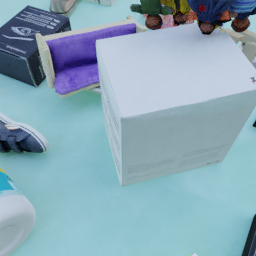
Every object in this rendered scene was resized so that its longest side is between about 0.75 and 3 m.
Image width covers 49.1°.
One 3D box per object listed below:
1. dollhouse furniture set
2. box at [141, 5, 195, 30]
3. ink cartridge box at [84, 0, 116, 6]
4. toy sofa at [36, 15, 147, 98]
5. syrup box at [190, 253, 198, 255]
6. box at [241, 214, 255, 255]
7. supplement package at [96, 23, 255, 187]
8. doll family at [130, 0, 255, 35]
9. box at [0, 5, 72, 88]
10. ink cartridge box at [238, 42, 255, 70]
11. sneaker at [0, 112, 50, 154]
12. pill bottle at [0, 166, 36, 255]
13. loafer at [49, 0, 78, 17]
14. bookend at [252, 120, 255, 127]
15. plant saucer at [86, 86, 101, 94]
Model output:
[{"bbox_3d":[3.360,-1.985,8.296,1.652,1.415,1.737,34,37,22],"label":"dollhouse furniture set"},{"bbox_3d":[1.328,-3.904,9.506,0.935,0.895,1.876,-26,59,-17],"label":"box"},{"bbox_3d":[-1.017,-5.162,10.650,1.155,0.487,0.835,17,57,12],"label":"ink cartridge box"},{"bbox_3d":[-0.820,-1.905,7.228,2.763,1.144,1.348,-18,49,-19],"label":"toy sofa"},{"bbox_3d":[1.494,3.043,4.748,0.658,0.681,1.671,-37,64,-24],"label":"syrup box"},{"bbox_3d":[2.768,2.454,5.196,1.113,0.622,1.577,24,58,20],"label":"box"},{"bbox_3d":[0.824,-0.415,5.952,2.563,2.680,1.971,-12,56,-9],"label":"supplement package"},{"bbox_3d":[1.298,-2.239,5.005,2.526,1.460,0.991,20,71,21],"label":"doll family"},{"bbox_3d":[-2.869,-2.480,8.365,1.585,1.117,2.142,23,58,15],"label":"box"},{"bbox_3d":[4.114,-1.799,8.385,1.754,0.439,1.411,18,56,3],"label":"ink cartridge box"},{"bbox_3d":[-2.796,0.264,6.656,2.011,0.789,0.798,20,52,27],"label":"sneaker"},{"bbox_3d":[-3.259,1.183,5.479,1.615,1.615,2.915,-39,64,-24],"label":"pill bottle"},{"bbox_3d":[-2.187,-5.289,10.433,1.068,0.934,2.972,10,57,2],"label":"loafer"},{"bbox_3d":[3.903,-0.333,7.269,0.971,0.450,0.977,24,58,16],"label":"bookend"},{"bbox_3d":[-0.431,-1.819,8.169,2.620,0.658,2.620,0,57,0],"label":"plant saucer"}]
